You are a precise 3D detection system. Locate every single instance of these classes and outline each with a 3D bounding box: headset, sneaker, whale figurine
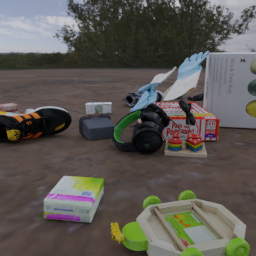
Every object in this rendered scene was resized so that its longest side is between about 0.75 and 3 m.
[{"bbox_3d":[0.478,-0.111,6.207,2.042,0.959,1.261,-6,41,32],"label":"headset"},{"bbox_3d":[0.592,-1.218,11.899,1.738,0.656,0.989,1,14,26],"label":"sneaker"},{"bbox_3d":[-2.585,0.020,7.052,2.286,0.800,1.029,-4,25,-5],"label":"sneaker"},{"bbox_3d":[2.299,-1.720,14.103,1.313,0.681,1.044,-28,22,-9],"label":"whale figurine"}]

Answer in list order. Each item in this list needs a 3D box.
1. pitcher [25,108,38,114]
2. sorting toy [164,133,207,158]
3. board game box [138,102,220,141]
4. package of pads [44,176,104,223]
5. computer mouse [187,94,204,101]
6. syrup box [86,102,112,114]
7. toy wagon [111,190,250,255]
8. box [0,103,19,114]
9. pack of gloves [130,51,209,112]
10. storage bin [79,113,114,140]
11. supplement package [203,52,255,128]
[{"bbox_3d":[-2.760,-0.394,9.073,0.885,0.537,0.759,4,-4,32],"label":"pitcher"},{"bbox_3d":[1.310,0.360,6.402,0.899,0.313,0.893,3,15,10],"label":"sorting toy"},{"bbox_3d":[1.283,-0.258,8.192,1.958,0.598,2.584,0,15,-1],"label":"board game box"},{"bbox_3d":[-0.759,0.992,4.012,0.678,0.299,0.878,3,14,7],"label":"package of pads"},{"bbox_3d":[3.408,-1.452,13.624,0.920,0.242,0.637,-18,21,-21],"label":"computer mouse"},{"bbox_3d":[-1.092,-0.745,10.519,0.961,0.378,0.391,-2,15,-6],"label":"syrup box"},{"bbox_3d":[0.554,1.183,3.277,1.536,0.304,1.192,-5,15,-15],"label":"toy wagon"},{"bbox_3d":[-4.249,-0.540,9.525,0.883,0.481,0.565,-13,19,-40],"label":"box"},{"bbox_3d":[1.110,-1.458,7.974,2.191,0.515,2.608,-25,21,38],"label":"pack of gloves"},{"bbox_3d":[-0.785,-0.024,7.435,0.889,0.647,0.597,-6,26,-24],"label":"storage bin"},{"bbox_3d":[3.965,-1.272,8.880,2.894,2.196,2.180,3,15,12],"label":"supplement package"}]
